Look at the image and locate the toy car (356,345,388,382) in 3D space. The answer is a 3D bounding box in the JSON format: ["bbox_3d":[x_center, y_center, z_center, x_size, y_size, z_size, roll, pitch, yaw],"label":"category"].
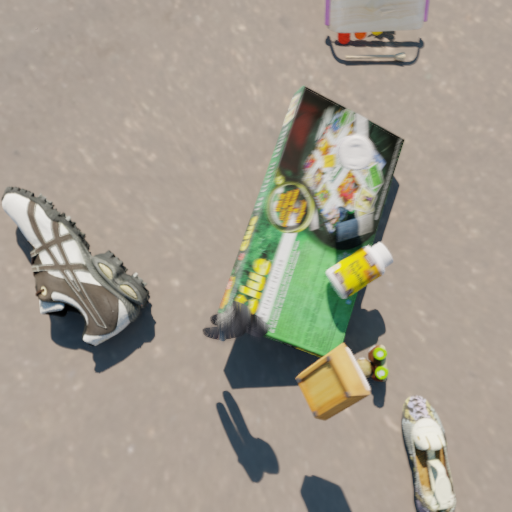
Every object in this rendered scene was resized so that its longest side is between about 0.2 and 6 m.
[{"bbox_3d":[1.878,1.877,9.719,0.786,0.645,0.620,-5,79,13],"label":"toy car"}]

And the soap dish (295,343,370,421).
[{"bbox_3d":[0.983,1.699,7.426,0.380,0.935,0.736,-4,59,-42],"label":"soap dish"}]

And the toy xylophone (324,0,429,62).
[{"bbox_3d":[2.430,-4.810,11.370,2.154,1.577,0.541,5,34,-2],"label":"toy xylophone"}]

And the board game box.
[{"bbox_3d":[1.030,-0.556,9.774,2.252,0.504,4.298,24,78,-20],"label":"board game box"}]

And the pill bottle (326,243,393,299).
[{"bbox_3d":[1.717,0.223,9.259,1.037,0.566,0.566,-33,77,1],"label":"pill bottle"}]

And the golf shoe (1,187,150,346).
[{"bbox_3d":[-3.520,0.150,9.839,3.378,1.313,1.596,39,78,11],"label":"golf shoe"}]

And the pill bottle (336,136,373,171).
[{"bbox_3d":[1.493,-1.589,8.600,0.509,0.918,0.509,1,103,5],"label":"pill bottle"}]

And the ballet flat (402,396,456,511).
[{"bbox_3d":[2.906,3.329,9.241,0.729,0.729,2.028,-5,74,-2],"label":"ballet flat"}]

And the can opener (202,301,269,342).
[{"bbox_3d":[-0.428,1.025,8.039,0.646,1.644,0.521,46,64,-12],"label":"can opener"}]
